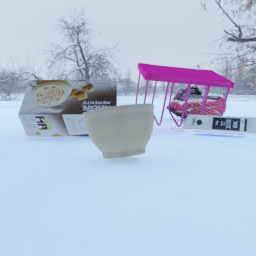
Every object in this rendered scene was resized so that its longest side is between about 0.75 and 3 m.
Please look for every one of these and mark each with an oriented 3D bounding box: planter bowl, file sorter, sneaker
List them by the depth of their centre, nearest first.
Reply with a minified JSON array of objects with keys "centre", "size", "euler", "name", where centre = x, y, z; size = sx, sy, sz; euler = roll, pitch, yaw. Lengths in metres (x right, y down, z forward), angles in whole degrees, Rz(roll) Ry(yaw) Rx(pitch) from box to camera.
[{"centre":[-0.096,0.070,4.092],"size":[1.048,0.705,1.048],"euler":[-7,-2,0],"name":"planter bowl"},{"centre":[1.379,-0.855,7.710],"size":[2.255,1.414,1.567],"euler":[4,23,-7],"name":"file sorter"},{"centre":[2.371,-0.980,9.928],"size":[1.155,1.070,2.865],"euler":[33,-7,-22],"name":"sneaker"}]

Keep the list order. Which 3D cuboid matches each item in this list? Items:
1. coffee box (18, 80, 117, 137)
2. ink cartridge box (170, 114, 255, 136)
[{"centre":[-1.260,-0.455,6.372],"size":[2.018,0.804,1.154],"euler":[0,50,-1],"name":"coffee box"},{"centre":[2.042,-0.062,6.344],"size":[1.984,0.389,0.986],"euler":[3,-3,26],"name":"ink cartridge box"}]
